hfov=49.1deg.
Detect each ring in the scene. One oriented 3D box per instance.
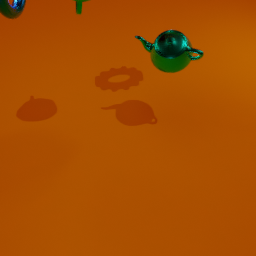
[{"bbox_3d":[-1.994,-2.415,4.714,0.219,1.096,1.096,6,51,1],"label":"ring"}]

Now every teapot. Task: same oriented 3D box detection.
[{"bbox_3d":[-1.045,-3.341,5.973,1.092,1.757,0.860,-2,23,-14],"label":"teapot"},{"bbox_3d":[1.004,-1.948,6.891,1.726,0.845,1.073,17,77,16],"label":"teapot"}]
